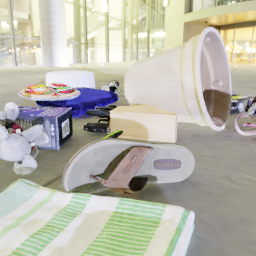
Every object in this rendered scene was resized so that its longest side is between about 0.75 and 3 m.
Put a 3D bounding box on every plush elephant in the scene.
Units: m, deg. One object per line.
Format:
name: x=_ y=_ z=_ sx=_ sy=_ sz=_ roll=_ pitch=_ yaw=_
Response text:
plush elephant: x=-2.156 y=0.251 z=5.470 sx=1.139 sy=1.211 sz=1.471 roll=-4 pitch=38 yaw=45

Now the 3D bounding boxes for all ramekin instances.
ramekin: x=-2.917 y=-2.210 z=14.288 sx=2.627 sy=1.281 sz=2.627 roll=0 pitch=15 yaw=0

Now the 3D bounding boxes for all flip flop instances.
flip flop: x=0.115 y=0.693 z=4.504 sx=2.279 sy=0.924 sz=0.656 roll=1 pitch=21 yaw=-18

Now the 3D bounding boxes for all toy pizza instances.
toy pizza: x=-2.920 y=-1.410 z=10.497 sx=2.242 sy=0.355 sz=2.242 roll=2 pitch=17 yaw=-1

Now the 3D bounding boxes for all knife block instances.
knife block: x=-0.069 y=-0.132 z=7.630 sx=2.029 sy=0.739 sz=2.311 roll=-8 pitch=18 yaw=-26

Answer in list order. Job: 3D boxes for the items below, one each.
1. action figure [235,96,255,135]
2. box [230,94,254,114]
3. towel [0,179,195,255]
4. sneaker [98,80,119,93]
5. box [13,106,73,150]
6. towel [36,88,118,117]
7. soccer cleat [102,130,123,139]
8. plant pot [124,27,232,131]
action figure: x=4.214 y=-0.033 z=7.152 sx=2.449 sy=1.824 sz=1.640 roll=18 pitch=53 yaw=6
box: x=4.162 y=-1.026 z=11.449 sx=2.074 sy=0.459 sz=1.662 roll=-9 pitch=17 yaw=-29
towel: x=-0.795 y=1.280 z=3.181 sx=2.810 sy=0.329 sz=2.143 roll=6 pitch=17 yaw=20
sneaker: x=-0.795 y=-2.140 z=15.143 sx=0.803 sy=0.672 sz=1.815 roll=2 pitch=25 yaw=29
box: x=-2.325 y=-0.034 z=7.075 sx=1.584 sy=0.826 sz=1.172 roll=2 pitch=16 yaw=5
towel: x=-1.902 y=-1.017 z=11.169 sx=2.117 sy=0.710 sz=2.867 roll=11 pitch=20 yaw=24
soccer cleat: x=-0.408 y=0.298 z=5.929 sx=0.757 sy=0.307 sz=0.256 roll=-30 pitch=1 yaw=-6
plant pot: x=1.496 y=-1.359 z=8.876 sx=2.719 sy=2.970 sz=2.970 roll=-2 pitch=11 yaw=35
